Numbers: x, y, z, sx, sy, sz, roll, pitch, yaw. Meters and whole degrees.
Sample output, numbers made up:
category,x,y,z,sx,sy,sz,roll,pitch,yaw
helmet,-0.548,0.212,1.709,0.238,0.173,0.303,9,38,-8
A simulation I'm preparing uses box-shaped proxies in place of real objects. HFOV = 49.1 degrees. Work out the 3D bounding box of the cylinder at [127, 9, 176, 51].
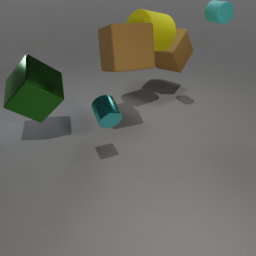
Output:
category,x,y,z,sx,sy,sz,roll,pitch,yaw
cylinder,0.850,-3.658,10.617,1.400,1.400,1.400,-11,30,-43

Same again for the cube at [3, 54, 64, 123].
category,x,y,z,sx,sy,sz,roll,pitch,yaw
cube,-3.155,-1.296,9.436,1.400,1.400,1.400,26,36,-40

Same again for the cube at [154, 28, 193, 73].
category,x,y,z,sx,sy,sz,roll,pitch,yaw
cube,1.985,-3.640,13.016,1.400,1.400,1.400,21,72,35

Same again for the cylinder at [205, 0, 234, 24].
category,x,y,z,sx,sy,sz,roll,pitch,yaw
cylinder,3.122,-3.976,9.612,0.700,0.700,0.700,-14,31,-22

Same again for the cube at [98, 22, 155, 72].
category,x,y,z,sx,sy,sz,roll,pitch,yaw
cube,-0.071,-2.612,9.168,1.400,1.400,1.400,-10,16,-21

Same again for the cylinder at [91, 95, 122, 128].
category,x,y,z,sx,sy,sz,roll,pitch,yaw
cylinder,-0.611,-0.468,8.000,0.700,0.700,0.700,-13,59,-21
